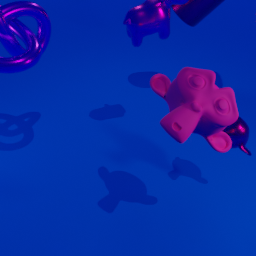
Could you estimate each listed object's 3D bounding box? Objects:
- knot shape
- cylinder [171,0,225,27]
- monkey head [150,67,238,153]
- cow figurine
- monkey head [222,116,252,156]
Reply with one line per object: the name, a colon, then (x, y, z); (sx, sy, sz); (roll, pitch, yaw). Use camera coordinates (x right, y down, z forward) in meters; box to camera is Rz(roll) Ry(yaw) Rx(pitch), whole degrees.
knot shape: (-2.401, -1.886, 5.701); (0.914, 1.978, 1.851); (-21, 59, 30)
cylinder: (2.084, -3.983, 8.373); (1.318, 1.318, 1.318); (26, 46, -31)
monkey head: (0.900, -0.219, 4.068); (1.659, 1.000, 1.193); (45, 73, 6)
cow figurine: (0.590, -2.670, 6.220); (1.521, 1.497, 0.835); (-19, 57, -5)
monkey head: (2.108, 0.112, 5.762); (0.682, 1.131, 0.814); (-18, 1, 36)
